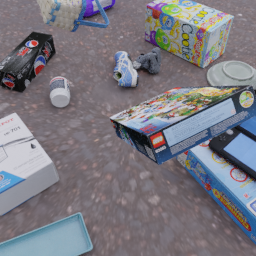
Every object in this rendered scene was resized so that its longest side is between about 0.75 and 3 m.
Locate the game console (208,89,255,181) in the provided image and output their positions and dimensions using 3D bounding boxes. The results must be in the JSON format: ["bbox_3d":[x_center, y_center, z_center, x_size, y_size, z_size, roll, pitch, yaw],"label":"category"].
[{"bbox_3d":[3.102,0.220,6.495,1.570,1.081,1.821,-34,56,-27],"label":"game console"}]

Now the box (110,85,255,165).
[{"bbox_3d":[0.660,-0.187,4.369,1.495,0.413,2.189,-26,13,-11],"label":"box"}]

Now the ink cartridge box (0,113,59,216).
[{"bbox_3d":[-3.055,0.825,7.184,1.600,0.939,2.186,-31,56,-25],"label":"ink cartridge box"}]

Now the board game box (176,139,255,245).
[{"bbox_3d":[3.298,0.895,7.184,2.948,0.824,2.886,-25,52,-21],"label":"board game box"}]

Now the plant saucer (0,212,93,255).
[{"bbox_3d":[-2.124,2.712,5.942,2.647,0.251,0.926,-17,50,-16],"label":"plant saucer"}]

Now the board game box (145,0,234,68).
[{"bbox_3d":[2.267,-3.883,11.012,2.984,1.565,1.537,35,57,29],"label":"board game box"}]

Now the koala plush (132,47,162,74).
[{"bbox_3d":[0.673,-2.428,10.362,0.954,0.877,0.846,6,35,33],"label":"koala plush"}]

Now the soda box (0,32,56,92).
[{"bbox_3d":[-3.663,-2.483,10.245,0.923,0.826,2.609,14,50,11],"label":"soda box"}]

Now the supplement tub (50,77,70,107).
[{"bbox_3d":[-2.236,-1.186,9.197,0.637,0.637,0.908,-8,48,-7],"label":"supplement tub"}]

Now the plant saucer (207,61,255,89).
[{"bbox_3d":[3.840,-1.878,9.924,1.996,0.501,1.996,0,48,0],"label":"plant saucer"}]

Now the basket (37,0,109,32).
[{"bbox_3d":[-1.503,-3.459,7.731,1.799,1.252,1.587,-12,70,-41],"label":"basket"}]

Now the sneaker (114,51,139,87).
[{"bbox_3d":[-0.212,-2.148,10.035,0.707,0.695,1.835,-11,47,-15],"label":"sneaker"}]

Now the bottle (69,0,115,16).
[{"bbox_3d":[-1.931,-5.894,13.268,2.812,0.918,1.174,-35,62,-28],"label":"bottle"}]
